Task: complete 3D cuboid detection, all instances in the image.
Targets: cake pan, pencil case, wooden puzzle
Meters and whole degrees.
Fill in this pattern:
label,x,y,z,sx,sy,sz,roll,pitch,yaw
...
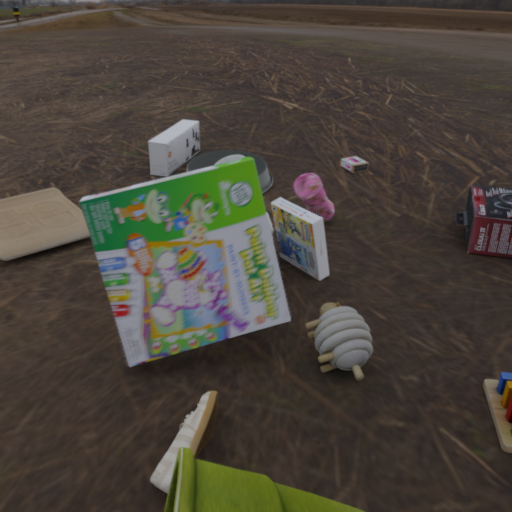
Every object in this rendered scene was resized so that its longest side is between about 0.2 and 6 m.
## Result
label,x,y,z,sx,sy,sz,roll,pitch,yaw
cake pan,-0.758,-2.176,14.697,2.414,0.443,2.414,0,33,0
pencil case,1.289,-1.258,12.259,0.633,1.462,0.605,31,84,27
wooden puzzle,-4.823,-0.643,12.090,2.093,0.523,2.260,-21,39,-32

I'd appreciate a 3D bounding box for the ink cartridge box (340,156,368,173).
label,x,y,z,sx,sy,sz,roll,pitch,yaw
ink cartridge box,2.779,-2.595,15.879,0.537,0.245,0.651,-13,32,-24

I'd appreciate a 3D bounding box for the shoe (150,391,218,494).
label,x,y,z,sx,sy,sz,roll,pitch,yaw
shoe,-0.819,2.195,6.800,0.410,0.537,1.537,12,33,9

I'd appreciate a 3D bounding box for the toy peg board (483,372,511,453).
label,x,y,z,sx,sy,sz,roll,pitch,yaw
toy peg board,3.761,1.915,7.235,1.259,0.616,1.254,5,29,8

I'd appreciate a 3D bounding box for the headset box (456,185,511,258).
label,x,y,z,sx,sy,sz,roll,pitch,yaw
headset box,5.420,-0.695,11.701,2.361,0.912,1.757,7,29,14

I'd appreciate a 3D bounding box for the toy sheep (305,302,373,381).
label,x,y,z,sx,sy,sz,roll,pitch,yaw
toy sheep,1.263,1.251,8.245,0.920,0.920,1.334,-8,54,-15

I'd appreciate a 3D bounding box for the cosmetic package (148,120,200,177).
label,x,y,z,sx,sy,sz,roll,pitch,yaw
cosmetic package,-2.306,-3.145,16.129,0.596,0.972,2.356,8,30,15

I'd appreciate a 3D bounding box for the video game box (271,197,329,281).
label,x,y,z,sx,sy,sz,roll,pitch,yaw
video game box,0.831,-0.318,10.597,0.309,1.318,1.201,-32,40,-26

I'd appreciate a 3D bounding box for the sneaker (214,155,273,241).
label,x,y,z,sx,sy,sz,roll,pitch,yaw
sneaker,-0.150,-0.185,10.156,1.144,1.795,3.106,-11,49,13

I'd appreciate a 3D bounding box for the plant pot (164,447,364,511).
label,x,y,z,sx,sy,sz,roll,pitch,yaw
plant pot,0.734,2.987,3.276,3.009,3.125,3.125,11,28,-6

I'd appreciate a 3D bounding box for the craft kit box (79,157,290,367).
label,x,y,z,sx,sy,sz,roll,pitch,yaw
craft kit box,-0.954,0.079,8.036,2.451,2.482,0.602,-16,13,-10
